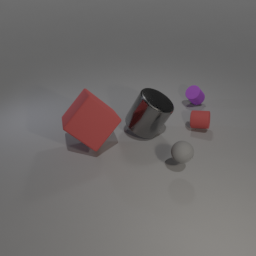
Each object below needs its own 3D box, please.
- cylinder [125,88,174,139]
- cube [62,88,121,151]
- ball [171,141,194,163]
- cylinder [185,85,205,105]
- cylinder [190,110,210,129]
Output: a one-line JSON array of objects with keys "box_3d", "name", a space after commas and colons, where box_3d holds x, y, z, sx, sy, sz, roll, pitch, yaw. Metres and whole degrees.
[{"box_3d": [0.798, -0.551, 10.593, 1.400, 1.400, 1.400, 21, 36, -16], "name": "cylinder"}, {"box_3d": [-1.303, -0.312, 9.697, 1.400, 1.400, 1.400, 37, 5, -23], "name": "cube"}, {"box_3d": [1.677, 0.741, 8.646, 0.700, 0.700, 0.700, 0, 31, 0], "name": "ball"}, {"box_3d": [3.103, -1.515, 12.932, 0.700, 0.700, 0.700, 29, -1, 39], "name": "cylinder"}, {"box_3d": [2.860, -0.335, 11.078, 0.700, 0.700, 0.700, 4, 30, 22], "name": "cylinder"}]
